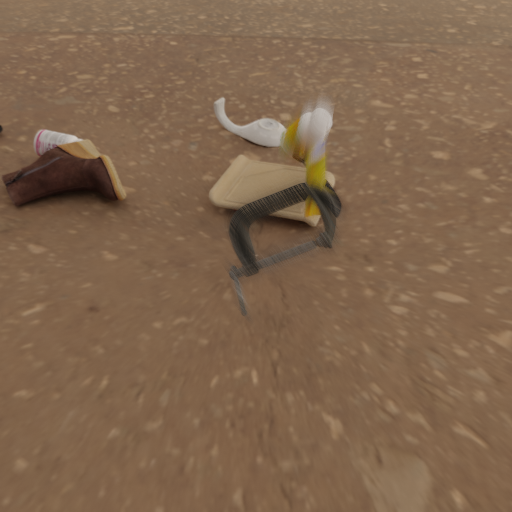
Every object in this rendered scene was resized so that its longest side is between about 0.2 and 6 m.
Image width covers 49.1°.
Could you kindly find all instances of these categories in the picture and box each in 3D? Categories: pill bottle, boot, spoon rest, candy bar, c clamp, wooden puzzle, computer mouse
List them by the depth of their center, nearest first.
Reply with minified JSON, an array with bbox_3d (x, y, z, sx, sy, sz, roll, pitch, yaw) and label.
[{"bbox_3d":[0.317,-0.173,7.006,1.592,0.216,1.360,-26,66,8],"label":"c clamp"},{"bbox_3d":[0.664,-1.634,7.388,0.403,0.726,0.403,12,66,-28],"label":"pill bottle"},{"bbox_3d":[0.914,-1.342,8.683,0.370,1.483,0.164,-5,14,-15],"label":"candy bar"},{"bbox_3d":[0.854,-1.265,9.083,0.464,1.583,0.269,-35,5,-31],"label":"computer mouse"},{"bbox_3d":[-3.550,-1.290,10.326,1.838,0.799,2.209,-30,46,-18],"label":"boot"},{"bbox_3d":[0.336,-1.200,10.367,1.973,0.367,1.826,15,38,12],"label":"wooden puzzle"},{"bbox_3d":[-3.988,-2.232,11.520,0.986,0.559,0.559,12,37,7],"label":"pill bottle"},{"bbox_3d":[-0.122,-2.917,12.638,1.879,0.570,0.934,31,46,16],"label":"spoon rest"}]

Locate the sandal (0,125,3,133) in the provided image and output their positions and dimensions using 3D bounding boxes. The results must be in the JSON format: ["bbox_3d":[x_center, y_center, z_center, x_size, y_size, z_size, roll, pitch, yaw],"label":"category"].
[{"bbox_3d":[-6.736,-2.804,12.413,2.068,0.466,0.777,-2,36,-2],"label":"sandal"}]
